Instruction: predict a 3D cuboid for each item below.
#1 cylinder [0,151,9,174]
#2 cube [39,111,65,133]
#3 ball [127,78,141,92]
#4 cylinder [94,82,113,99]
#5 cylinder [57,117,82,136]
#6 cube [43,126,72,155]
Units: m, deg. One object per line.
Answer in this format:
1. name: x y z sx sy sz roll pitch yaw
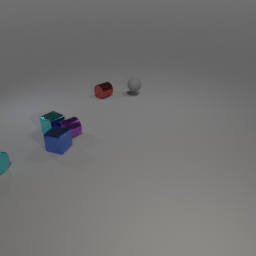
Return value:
1. cylinder: -4.275 1.052 8.871 0.700 0.700 0.700 8 30 15
2. cube: -2.949 -0.165 11.029 0.700 0.700 0.700 21 36 33
3. ball: 0.323 -2.191 14.182 0.700 0.700 0.700 0 30 0
4. cylinder: -1.226 -1.911 14.110 0.700 0.700 0.700 25 37 36
5. cylinder: -2.244 -0.008 10.747 0.700 0.700 0.700 -25 38 -37
6. cube: -2.486 0.425 9.987 0.700 0.700 0.700 10 31 18
